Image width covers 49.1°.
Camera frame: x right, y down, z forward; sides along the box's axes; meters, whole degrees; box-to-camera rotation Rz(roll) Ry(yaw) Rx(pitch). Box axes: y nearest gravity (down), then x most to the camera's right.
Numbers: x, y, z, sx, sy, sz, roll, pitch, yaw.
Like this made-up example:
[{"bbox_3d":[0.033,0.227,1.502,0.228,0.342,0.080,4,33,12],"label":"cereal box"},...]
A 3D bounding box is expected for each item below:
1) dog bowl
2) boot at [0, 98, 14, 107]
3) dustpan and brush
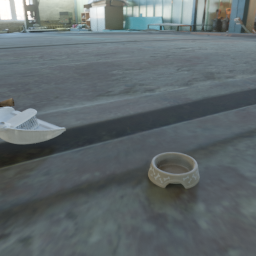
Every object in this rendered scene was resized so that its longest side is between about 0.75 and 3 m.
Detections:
[{"bbox_3d":[1.020,0.907,6.212,1.137,0.334,1.137,0,24,0],"label":"dog bowl"},{"bbox_3d":[-4.176,-0.826,9.489,0.570,0.274,0.780,-11,-2,-24],"label":"boot"},{"bbox_3d":[-2.870,-0.037,6.929,1.804,0.740,2.584,20,28,10],"label":"dustpan and brush"}]
